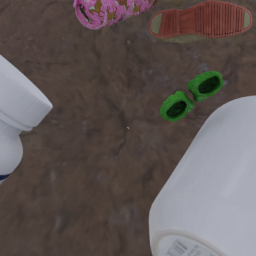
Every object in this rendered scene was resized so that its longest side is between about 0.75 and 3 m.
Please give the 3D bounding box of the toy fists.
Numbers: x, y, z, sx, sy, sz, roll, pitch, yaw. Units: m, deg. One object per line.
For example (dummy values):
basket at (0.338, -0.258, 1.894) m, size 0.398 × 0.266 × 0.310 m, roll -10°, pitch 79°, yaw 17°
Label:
toy fists at (0.835, -0.424, 3.742) m, size 0.938 × 0.478 × 0.323 m, roll -38°, pitch 105°, yaw 12°

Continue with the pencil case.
pencil case at (-0.209, -2.788, 6.095) m, size 0.901 × 0.863 × 2.083 m, roll 4°, pitch 32°, yaw 38°

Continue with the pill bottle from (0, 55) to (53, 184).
pill bottle at (-2.486, 0.314, 3.703) m, size 1.729 × 1.729 × 2.889 m, roll 43°, pitch 88°, yaw 18°

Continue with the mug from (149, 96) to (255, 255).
mug at (1.515, 1.249, 3.594) m, size 2.235 × 2.180 × 2.722 m, roll -35°, pitch 109°, yaw -40°

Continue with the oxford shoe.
oxford shoe at (1.600, -2.312, 6.285) m, size 2.161 × 0.798 × 0.765 m, roll 6°, pitch 92°, yaw 19°

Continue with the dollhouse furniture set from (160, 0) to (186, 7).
dollhouse furniture set at (1.038, -4.029, 5.851) m, size 1.044 × 2.004 × 2.026 m, roll 5°, pitch 72°, yaw -25°
